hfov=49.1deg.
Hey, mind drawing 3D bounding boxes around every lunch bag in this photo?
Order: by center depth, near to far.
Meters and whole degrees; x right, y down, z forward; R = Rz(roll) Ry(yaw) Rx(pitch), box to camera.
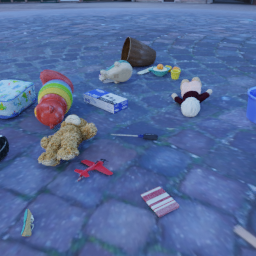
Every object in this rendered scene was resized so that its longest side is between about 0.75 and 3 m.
[{"bbox_3d":[-5.174,-1.281,11.906,1.892,0.970,2.353,6,30,8],"label":"lunch bag"}]

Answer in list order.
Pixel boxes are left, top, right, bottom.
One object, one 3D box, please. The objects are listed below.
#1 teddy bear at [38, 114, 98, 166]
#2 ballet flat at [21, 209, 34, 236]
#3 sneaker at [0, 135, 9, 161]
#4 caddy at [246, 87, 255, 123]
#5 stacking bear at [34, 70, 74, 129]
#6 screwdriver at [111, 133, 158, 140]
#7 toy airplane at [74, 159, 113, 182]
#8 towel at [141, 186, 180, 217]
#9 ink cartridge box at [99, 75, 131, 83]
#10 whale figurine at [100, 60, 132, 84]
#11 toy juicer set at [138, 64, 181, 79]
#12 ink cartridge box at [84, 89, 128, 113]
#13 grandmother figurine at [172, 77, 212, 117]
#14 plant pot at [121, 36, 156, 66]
[{"bbox_3d":[-1.928,0.292,8.904,1.831,0.843,2.526,-14,26,35],"label":"teddy bear"},{"bbox_3d":[-2.305,2.206,6.493,0.236,0.258,0.750,21,25,-22],"label":"ballet flat"},{"bbox_3d":[-4.524,0.963,8.175,0.923,0.861,2.329,-1,22,17],"label":"sneaker"},{"bbox_3d":[5.922,-0.878,10.744,1.908,1.417,2.699,-24,37,-37],"label":"caddy"},{"bbox_3d":[-2.956,-1.024,11.075,1.470,1.569,2.584,7,33,-11],"label":"stacking bear"},{"bbox_3d":[0.216,0.303,9.867,1.669,0.233,0.243,-1,60,1],"label":"screwdriver"},{"bbox_3d":[-1.078,1.184,8.267,1.201,0.221,1.201,-1,28,1],"label":"toy airplane"},{"bbox_3d":[0.805,1.871,7.175,0.633,0.100,0.879,-17,32,-24],"label":"towel"},{"bbox_3d":[-0.719,-2.767,15.318,1.581,0.293,0.749,-9,30,-21],"label":"ink cartridge box"},{"bbox_3d":[-0.641,-2.931,14.445,1.687,1.342,0.875,-13,50,-12],"label":"whale figurine"},{"bbox_3d":[1.910,-3.414,16.066,2.388,0.650,1.519,10,31,19],"label":"toy juicer set"},{"bbox_3d":[-1.001,-1.219,12.367,1.894,0.419,0.890,24,36,36],"label":"ink cartridge box"},{"bbox_3d":[2.815,-1.375,12.325,1.751,0.875,2.888,-17,25,24],"label":"grandmother figurine"},{"bbox_3d":[0.715,-4.533,17.267,1.889,1.765,1.765,7,26,-19],"label":"plant pot"}]
